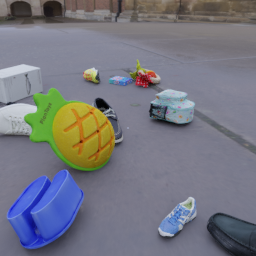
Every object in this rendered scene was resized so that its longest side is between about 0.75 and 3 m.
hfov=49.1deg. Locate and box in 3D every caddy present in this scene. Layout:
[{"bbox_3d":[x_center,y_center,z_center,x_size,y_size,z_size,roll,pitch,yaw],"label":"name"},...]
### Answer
[{"bbox_3d":[-1.571,1.619,5.624,1.176,0.873,1.664,-16,22,18],"label":"caddy"}]

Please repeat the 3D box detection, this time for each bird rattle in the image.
[{"bbox_3d":[1.007,-2.783,14.671,1.603,1.108,1.967,6,24,-27],"label":"bird rattle"}]

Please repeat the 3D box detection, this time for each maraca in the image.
[{"bbox_3d":[-1.405,0.077,7.346,1.424,2.663,1.826,-19,49,43],"label":"maraca"}]

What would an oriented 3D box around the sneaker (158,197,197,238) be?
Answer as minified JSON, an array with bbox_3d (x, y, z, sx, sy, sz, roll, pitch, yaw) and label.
[{"bbox_3d":[1.007,1.798,5.709,0.429,0.436,1.132,23,35,36],"label":"sneaker"}]

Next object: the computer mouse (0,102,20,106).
[{"bbox_3d":[-5.447,-1.085,11.808,1.964,0.334,0.576,4,25,8],"label":"computer mouse"}]

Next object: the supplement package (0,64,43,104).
[{"bbox_3d":[-5.126,-2.056,12.806,1.212,1.208,2.067,16,30,28],"label":"supplement package"}]

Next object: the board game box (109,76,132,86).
[{"bbox_3d":[-0.393,-2.508,14.873,1.004,0.226,0.764,13,29,26],"label":"board game box"}]

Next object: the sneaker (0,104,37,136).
[{"bbox_3d":[-3.150,-0.202,9.180,2.756,1.004,1.167,-6,24,-15],"label":"sneaker"}]

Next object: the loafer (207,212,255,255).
[{"bbox_3d":[2.482,2.018,4.813,2.298,0.807,0.780,21,33,37],"label":"loafer"}]

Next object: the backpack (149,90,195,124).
[{"bbox_3d":[1.691,-0.767,10.279,1.491,1.143,1.310,23,28,27],"label":"backpack"}]

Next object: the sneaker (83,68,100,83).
[{"bbox_3d":[-1.988,-2.767,15.031,0.796,0.689,1.763,-14,22,-14],"label":"sneaker"}]

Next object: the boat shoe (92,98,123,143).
[{"bbox_3d":[-0.817,-0.315,9.636,0.949,0.819,2.612,-7,27,-15],"label":"boat shoe"}]
